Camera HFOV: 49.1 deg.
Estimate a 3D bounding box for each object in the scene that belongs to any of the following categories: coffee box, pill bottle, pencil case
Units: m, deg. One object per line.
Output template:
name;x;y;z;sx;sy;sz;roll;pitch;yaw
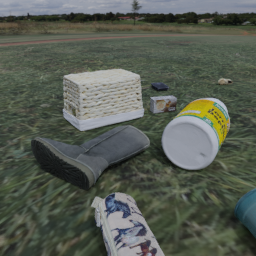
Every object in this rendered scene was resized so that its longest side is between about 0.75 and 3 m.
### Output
coffee box;1.519;-1.020;12.054;1.069;0.612;0.426;-6;24;-17
pill bottle;2.211;-0.003;8.537;1.557;1.557;2.762;12;26;25
pencil case;0.015;2.030;4.709;0.985;0.857;2.203;14;18;-23

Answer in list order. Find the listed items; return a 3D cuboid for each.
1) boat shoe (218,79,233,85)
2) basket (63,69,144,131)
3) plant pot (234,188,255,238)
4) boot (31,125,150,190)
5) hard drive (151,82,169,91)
boat shoe;5.623;-2.656;16.147;0.953;0.344;0.310;-4;22;-24
basket;-1.012;-1.244;11.113;2.861;1.765;1.939;-15;27;-28
plant pot;2.714;1.798;5.253;1.021;1.021;1.000;-4;31;-10
boot;-1.020;0.490;8.141;2.466;0.984;2.712;27;40;22
hard drive;1.737;-2.270;15.378;0.726;0.228;1.076;-7;25;-15
